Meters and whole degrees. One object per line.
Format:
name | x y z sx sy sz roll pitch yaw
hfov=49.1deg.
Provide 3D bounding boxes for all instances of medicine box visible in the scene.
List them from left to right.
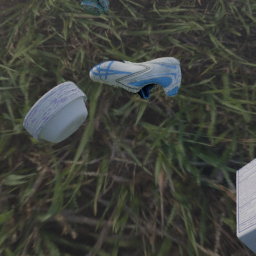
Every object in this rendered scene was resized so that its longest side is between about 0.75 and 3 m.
medicine box | 2.375 0.874 3.864 0.853 1.510 1.657 43 31 -1

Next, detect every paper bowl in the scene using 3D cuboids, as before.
paper bowl | -1.083 -0.182 4.503 0.554 1.066 1.066 46 64 4

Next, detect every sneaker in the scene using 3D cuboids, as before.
sneaker | 0.039 -1.036 5.932 2.268 0.822 0.815 7 7 37

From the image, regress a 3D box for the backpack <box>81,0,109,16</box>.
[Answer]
backpack | -1.076 -4.110 9.267 0.780 0.888 0.681 15 94 25
